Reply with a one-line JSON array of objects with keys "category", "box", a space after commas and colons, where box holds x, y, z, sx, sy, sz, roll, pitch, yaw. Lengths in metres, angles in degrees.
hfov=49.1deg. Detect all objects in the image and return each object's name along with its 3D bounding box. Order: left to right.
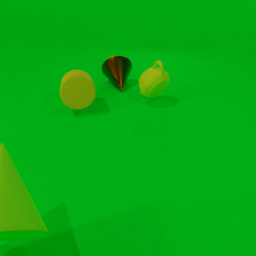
[{"category": "cone", "box": [-1.849, 0.854, 4.023, 1.350, 1.350, 1.355, -4, 67, -6]}, {"category": "cylinder", "box": [-1.437, -1.110, 8.013, 0.958, 0.958, 0.958, -6, 22, -9]}, {"category": "cone", "box": [-0.297, -1.660, 9.448, 1.086, 1.086, 1.090, -5, 55, -9]}, {"category": "teapot", "box": [0.706, -1.370, 8.343, 0.941, 1.513, 0.741, -23, 64, -33]}]
